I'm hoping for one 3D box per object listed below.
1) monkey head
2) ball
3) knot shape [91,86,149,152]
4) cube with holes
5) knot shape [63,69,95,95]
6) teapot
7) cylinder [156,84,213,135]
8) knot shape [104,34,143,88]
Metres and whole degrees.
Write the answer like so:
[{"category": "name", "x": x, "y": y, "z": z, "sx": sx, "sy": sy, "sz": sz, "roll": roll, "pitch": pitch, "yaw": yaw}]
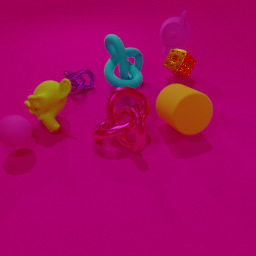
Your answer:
[{"category": "monkey head", "x": -2.249, "y": -0.659, "z": 8.303, "sx": 1.163, "sy": 1.930, "sz": 1.389, "roll": -40, "pitch": 97, "yaw": -37}, {"category": "ball", "x": -2.974, "y": 0.087, "z": 7.335, "sx": 0.855, "sy": 0.855, "sz": 0.855, "roll": 0, "pitch": 42, "yaw": 0}, {"category": "knot shape", "x": -0.257, "y": -0.156, "z": 7.841, "sx": 1.741, "sy": 0.860, "sz": 1.861, "roll": -21, "pitch": 59, "yaw": 23}, {"category": "cube with holes", "x": 1.897, "y": -2.371, "z": 10.273, "sx": 0.743, "sy": 0.743, "sz": 0.743, "roll": 22, "pitch": 7, "yaw": -47}, {"category": "knot shape", "x": -1.835, "y": -1.728, "z": 9.954, "sx": 1.060, "sy": 0.523, "sz": 1.133, "roll": 38, "pitch": 60, "yaw": 16}, {"category": "teapot", "x": 1.441, "y": -2.934, "z": 8.868, "sx": 0.992, "sy": 1.595, "sz": 0.781, "roll": 30, "pitch": 29, "yaw": 4}, {"category": "cylinder", "x": 1.574, "y": -0.557, "z": 8.013, "sx": 1.212, "sy": 1.212, "sz": 1.212, "roll": -12, "pitch": 23, "yaw": -14}, {"category": "knot shape", "x": -0.066, "y": -2.157, "z": 9.649, "sx": 0.924, "sy": 2.000, "sz": 1.872, "roll": -21, "pitch": -10, "yaw": 28}]
